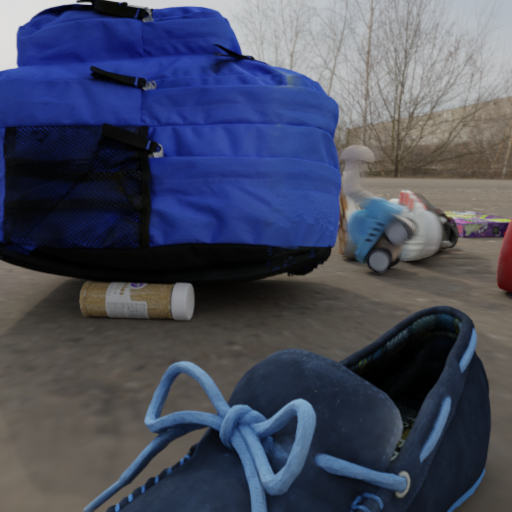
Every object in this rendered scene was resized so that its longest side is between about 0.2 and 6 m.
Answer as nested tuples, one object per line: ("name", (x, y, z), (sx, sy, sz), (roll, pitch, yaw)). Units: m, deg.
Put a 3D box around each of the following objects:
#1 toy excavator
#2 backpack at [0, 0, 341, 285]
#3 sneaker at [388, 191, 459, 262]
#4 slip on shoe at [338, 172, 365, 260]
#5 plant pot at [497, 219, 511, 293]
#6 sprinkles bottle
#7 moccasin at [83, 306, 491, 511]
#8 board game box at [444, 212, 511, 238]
("toy excavator", (1.784, -0.739, 8.870), (1.616, 1.571, 0.807), (35, 21, 17))
("backpack", (-0.954, -1.268, 7.181), (4.129, 3.465, 3.355), (4, 4, 2))
("sneaker", (3.243, -0.584, 10.500), (1.300, 1.224, 3.175), (7, 11, 4))
("slip on shoe", (1.930, -0.783, 10.586), (0.708, 0.889, 2.338), (8, 36, -2))
("plant pot", (3.779, 0.037, 7.235), (1.010, 1.109, 1.109), (18, 19, 33))
("sprinkles bottle", (-1.340, 0.508, 6.345), (1.232, 0.421, 0.421), (1, 10, 6))
("moccasin", (0.124, 0.869, 2.463), (1.234, 1.046, 3.068), (7, 12, 36))
("board game box", (5.294, -0.818, 14.016), (1.640, 0.441, 2.732), (3, 10, -7))
